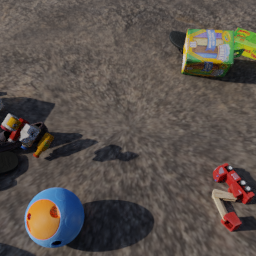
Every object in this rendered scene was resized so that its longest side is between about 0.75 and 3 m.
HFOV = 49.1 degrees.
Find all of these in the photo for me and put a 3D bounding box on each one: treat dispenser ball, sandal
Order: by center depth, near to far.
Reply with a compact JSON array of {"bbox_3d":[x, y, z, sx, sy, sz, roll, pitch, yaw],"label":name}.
[{"bbox_3d":[-1.625,1.984,6.257,1.280,1.280,1.280,0,49,0],"label":"treat dispenser ball"},{"bbox_3d":[-4.161,1.085,7.297,2.456,0.553,0.922,-19,58,-25],"label":"sandal"},{"bbox_3d":[2.536,-3.054,11.170,2.335,0.559,0.878,39,58,14],"label":"sandal"}]

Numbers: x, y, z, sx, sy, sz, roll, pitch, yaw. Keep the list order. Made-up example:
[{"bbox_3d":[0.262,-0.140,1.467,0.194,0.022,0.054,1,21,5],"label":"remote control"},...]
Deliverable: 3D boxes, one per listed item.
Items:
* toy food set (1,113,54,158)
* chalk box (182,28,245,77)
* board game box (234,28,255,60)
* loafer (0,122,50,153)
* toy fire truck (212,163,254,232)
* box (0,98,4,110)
[{"bbox_3d":[-2.770,0.221,7.356,0.787,1.648,0.741,31,86,22],"label":"toy food set"},{"bbox_3d":[3.042,-2.627,9.991,2.039,1.269,1.262,6,78,6],"label":"chalk box"},{"bbox_3d":[5.202,-3.282,11.303,2.145,0.511,1.089,28,55,22],"label":"board game box"},{"bbox_3d":[-3.378,0.235,8.136,2.103,0.662,0.756,-11,47,-12],"label":"loafer"},{"bbox_3d":[2.540,1.693,7.105,1.079,0.373,1.530,-21,52,-17],"label":"toy fire truck"},{"bbox_3d":[-4.890,-0.777,8.766,1.245,1.072,1.251,13,49,11],"label":"box"}]
